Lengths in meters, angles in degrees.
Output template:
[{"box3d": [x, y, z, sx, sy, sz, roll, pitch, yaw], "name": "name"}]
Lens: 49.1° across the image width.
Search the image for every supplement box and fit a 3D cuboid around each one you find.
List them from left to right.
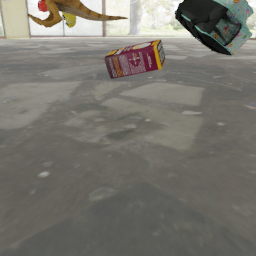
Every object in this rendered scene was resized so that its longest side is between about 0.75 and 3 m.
[{"box3d": [0.205, -1.881, 7.648, 1.474, 0.631, 0.813, -7, 28, 19], "name": "supplement box"}]

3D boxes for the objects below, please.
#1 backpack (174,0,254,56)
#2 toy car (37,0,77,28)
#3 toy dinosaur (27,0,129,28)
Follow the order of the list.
[{"box3d": [2.506, -2.952, 7.777, 1.977, 1.515, 1.738, 28, 18, -43], "name": "backpack"}, {"box3d": [-1.799, -3.731, 8.134, 0.316, 1.334, 1.417, 32, 10, 33], "name": "toy car"}, {"box3d": [-1.525, -2.973, 6.538, 2.898, 1.539, 0.875, 36, 1, -10], "name": "toy dinosaur"}]
